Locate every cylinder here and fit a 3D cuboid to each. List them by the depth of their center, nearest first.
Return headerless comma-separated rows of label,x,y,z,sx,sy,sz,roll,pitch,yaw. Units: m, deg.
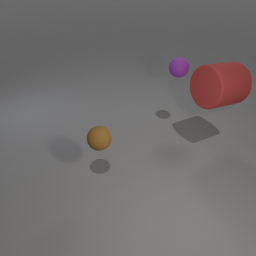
cylinder,2.993,-1.396,9.101,1.400,1.400,1.400,-12,34,-30

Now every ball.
ball,-0.799,0.286,7.801,0.700,0.700,0.700,0,33,0
ball,1.799,-2.138,9.902,0.700,0.700,0.700,0,33,0
